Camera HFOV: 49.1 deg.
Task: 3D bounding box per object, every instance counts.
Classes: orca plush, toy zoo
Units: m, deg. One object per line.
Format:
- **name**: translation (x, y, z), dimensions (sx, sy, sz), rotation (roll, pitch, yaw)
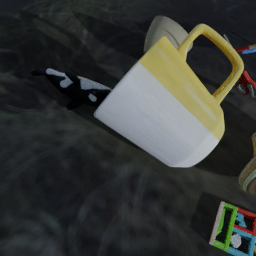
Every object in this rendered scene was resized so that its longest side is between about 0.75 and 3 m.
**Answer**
- **orca plush**: translation (-1.565, -0.949, 7.400), dimensions (2.471, 1.300, 0.878), rotation (23, 86, 13)
- **toy zoo**: translation (2.335, 2.050, 5.269), dimensions (1.396, 0.143, 0.916), rotation (19, 51, 16)

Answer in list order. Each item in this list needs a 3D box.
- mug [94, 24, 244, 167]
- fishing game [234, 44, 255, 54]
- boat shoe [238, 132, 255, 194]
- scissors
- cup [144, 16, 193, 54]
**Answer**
- **mug**: translation (0.954, -0.488, 5.812), dimensions (2.242, 2.731, 2.187), rotation (42, 40, -4)
- **fishing game**: translation (4.313, -2.499, 7.949), dimensions (2.936, 0.456, 2.103), rotation (-16, 9, -42)
- **boat shoe**: translation (3.095, 0.474, 6.116), dimensions (2.490, 0.892, 0.948), rotation (-29, 50, -27)
- **scissors**: translation (2.936, -1.473, 7.117), dimensions (0.144, 2.068, 0.756), rotation (-40, 40, -7)
- **cup**: translation (1.086, -2.533, 8.647), dimensions (1.464, 1.464, 1.047), rotation (38, 90, 29)
